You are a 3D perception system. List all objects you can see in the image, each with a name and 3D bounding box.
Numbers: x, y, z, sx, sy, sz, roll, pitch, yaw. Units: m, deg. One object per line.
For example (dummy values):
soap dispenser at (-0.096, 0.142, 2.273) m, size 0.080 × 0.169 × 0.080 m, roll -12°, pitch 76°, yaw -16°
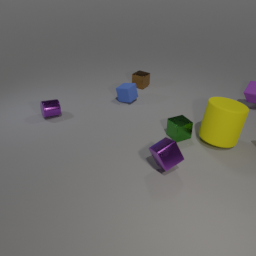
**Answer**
cube at (1.935, 0.013, 10.553) m, size 0.700 × 0.700 × 0.700 m, roll -14°, pitch 34°, yaw -22°
cube at (5.638, -1.557, 12.316) m, size 0.700 × 0.700 × 0.700 m, roll 21°, pitch 72°, yaw 45°
cube at (1.194, 0.803, 8.750) m, size 0.700 × 0.700 × 0.700 m, roll -32°, pitch 16°, yaw -11°
cube at (0.678, -2.529, 14.681) m, size 0.700 × 0.700 × 0.700 m, roll 22°, pitch 38°, yaw 29°
cube at (-0.041, -1.666, 13.142) m, size 0.700 × 0.700 × 0.700 m, roll 8°, pitch 34°, yaw 35°
cylinder at (-3.285, -0.835, 11.875) m, size 0.700 × 0.700 × 0.700 m, roll -11°, pitch 33°, yaw -27°
cylinder at (3.405, -0.228, 10.062) m, size 1.400 × 1.400 × 1.400 m, roll 8°, pitch 26°, yaw -4°
